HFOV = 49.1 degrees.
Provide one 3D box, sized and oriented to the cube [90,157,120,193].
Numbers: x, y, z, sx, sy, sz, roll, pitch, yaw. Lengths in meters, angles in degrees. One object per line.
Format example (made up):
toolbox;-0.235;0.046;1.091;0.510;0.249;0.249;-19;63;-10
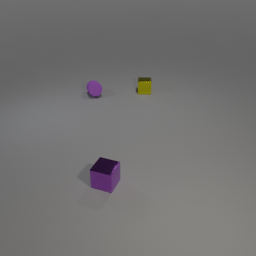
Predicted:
cube;-0.680;1.414;8.505;0.700;0.700;0.700;11;32;18

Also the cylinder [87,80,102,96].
cylinder;-1.708;-2.019;14.200;0.700;0.700;0.700;-9;20;-14

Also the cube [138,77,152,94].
cube;0.868;-2.215;14.711;0.700;0.700;0.700;1;30;1
